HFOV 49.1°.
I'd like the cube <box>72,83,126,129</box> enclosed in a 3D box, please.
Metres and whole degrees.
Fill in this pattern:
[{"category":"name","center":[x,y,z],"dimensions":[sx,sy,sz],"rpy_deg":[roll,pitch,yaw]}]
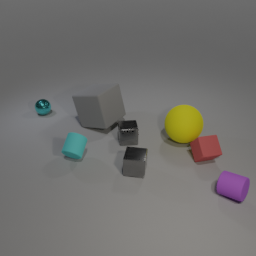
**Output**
[{"category":"cube","center":[-1.147,-0.917,11.369],"dimensions":[1.400,1.400,1.400],"rpy_deg":[4,29,35]}]

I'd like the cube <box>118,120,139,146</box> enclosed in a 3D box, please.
[{"category":"cube","center":[0.002,0.181,10.535],"dimensions":[0.700,0.700,0.700],"rpy_deg":[-3,31,-5]}]

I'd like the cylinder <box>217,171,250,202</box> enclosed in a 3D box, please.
[{"category":"cylinder","center":[3.012,1.654,8.022],"dimensions":[0.700,0.700,0.700],"rpy_deg":[15,34,39]}]

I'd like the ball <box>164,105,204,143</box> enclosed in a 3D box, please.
[{"category":"ball","center":[2.039,-0.150,10.248],"dimensions":[1.400,1.400,1.400],"rpy_deg":[0,31,0]}]

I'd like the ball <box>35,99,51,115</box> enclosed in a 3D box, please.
[{"category":"ball","center":[-3.756,-0.931,12.378],"dimensions":[0.700,0.700,0.700],"rpy_deg":[0,31,0]}]

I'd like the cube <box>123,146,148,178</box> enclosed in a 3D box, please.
[{"category":"cube","center":[0.239,1.097,9.023],"dimensions":[0.700,0.700,0.700],"rpy_deg":[5,31,8]}]

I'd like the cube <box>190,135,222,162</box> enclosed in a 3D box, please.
[{"category":"cube","center":[2.611,0.693,9.415],"dimensions":[0.700,0.700,0.700],"rpy_deg":[-7,72,-14]}]

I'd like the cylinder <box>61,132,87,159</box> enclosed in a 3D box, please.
[{"category":"cylinder","center":[-1.809,0.603,9.493],"dimensions":[0.700,0.700,0.700],"rpy_deg":[9,67,15]}]
